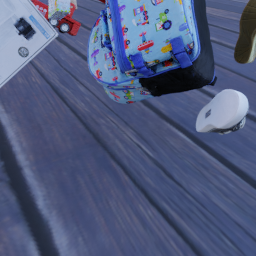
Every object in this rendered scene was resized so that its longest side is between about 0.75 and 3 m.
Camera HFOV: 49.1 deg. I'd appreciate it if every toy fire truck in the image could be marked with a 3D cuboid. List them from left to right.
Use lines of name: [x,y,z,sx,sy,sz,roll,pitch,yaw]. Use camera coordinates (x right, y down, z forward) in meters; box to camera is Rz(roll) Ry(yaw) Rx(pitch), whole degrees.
toy fire truck: [-1.796,-3.818,8.220,2.723,1.920,0.664,22,7,-24]

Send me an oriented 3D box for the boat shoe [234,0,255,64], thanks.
boat shoe: [3.190,-2.486,7.052,0.543,1.725,0.629,-12,29,-38]

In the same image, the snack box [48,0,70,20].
snack box: [-1.301,-2.473,5.261,0.267,0.717,1.008,-3,13,-23]

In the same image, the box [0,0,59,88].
box: [-2.943,-1.826,6.257,2.414,1.408,0.726,-46,30,-11]

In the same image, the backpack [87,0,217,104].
backpack: [0.212,-1.735,5.557,2.568,2.345,1.728,-11,-15,30]

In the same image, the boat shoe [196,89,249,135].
boat shoe: [1.742,-0.187,4.896,0.604,1.781,0.639,11,78,-2]
